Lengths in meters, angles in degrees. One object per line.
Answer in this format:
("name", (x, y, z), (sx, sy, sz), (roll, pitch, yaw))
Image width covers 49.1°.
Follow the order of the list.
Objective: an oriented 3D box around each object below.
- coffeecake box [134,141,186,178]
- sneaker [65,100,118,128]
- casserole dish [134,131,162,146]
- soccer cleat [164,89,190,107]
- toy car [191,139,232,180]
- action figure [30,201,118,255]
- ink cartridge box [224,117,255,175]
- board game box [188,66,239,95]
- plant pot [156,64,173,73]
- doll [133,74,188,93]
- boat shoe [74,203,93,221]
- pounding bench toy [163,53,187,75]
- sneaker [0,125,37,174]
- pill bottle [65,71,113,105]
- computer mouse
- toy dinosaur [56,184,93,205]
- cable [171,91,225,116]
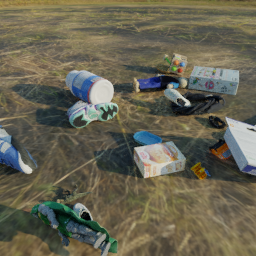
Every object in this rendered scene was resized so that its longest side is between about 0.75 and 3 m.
("coffeecake box", (0.989, 0.995, 9.034), (1.366, 0.499, 1.048), (-9, 32, -15))
("sneaker", (-1.607, -0.833, 11.814), (2.129, 0.827, 1.489), (-15, 35, -25))
("casserole dish", (0.717, 0.448, 10.248), (1.122, 0.218, 0.680), (25, 38, 34))
("soccer cleat", (2.150, -1.347, 12.472), (1.436, 0.498, 0.557), (39, 19, 27))
("toy car", (2.716, 1.072, 9.146), (1.939, 0.951, 0.645), (-36, 88, -22))
("action figure", (-1.436, 2.244, 6.487), (2.322, 1.372, 0.635), (11, 44, 34))
("ink cartridge box", (4.093, 0.698, 8.716), (2.133, 0.434, 2.137), (16, 36, -14))
("board game box", (4.552, -2.561, 14.828), (2.380, 0.765, 1.756), (11, 32, 16))
("plant pot", (2.229, -3.561, 16.932), (1.165, 0.160, 1.165), (11, 32, -7))
("doll", (1.725, -2.366, 14.557), (2.831, 0.686, 1.931), (-4, 28, -7))
("boat shoe", (-1.136, 2.212, 7.142), (0.355, 0.324, 0.986), (-14, 33, -22))
("pounding bench toy", (2.720, -3.841, 16.604), (1.377, 0.855, 1.074), (17, 32, 1))
("sneaker", (-3.984, 0.818, 9.051), (2.890, 1.094, 1.113), (25, 59, 38))
("pill bottle", (-1.900, -1.929, 13.189), (1.342, 1.342, 2.390), (-24, 37, -34))
("computer mouse", (4.180, -0.005, 10.793), (0.775, 0.450, 2.645), (-22, 36, -31))
("toy dinosaur", (-1.540, 1.851, 7.856), (1.028, 0.244, 0.453), (-16, 49, -25))
("cable", (2.938, -1.168, 12.559), (2.464, 0.626, 2.011), (-17, 32, -24))
